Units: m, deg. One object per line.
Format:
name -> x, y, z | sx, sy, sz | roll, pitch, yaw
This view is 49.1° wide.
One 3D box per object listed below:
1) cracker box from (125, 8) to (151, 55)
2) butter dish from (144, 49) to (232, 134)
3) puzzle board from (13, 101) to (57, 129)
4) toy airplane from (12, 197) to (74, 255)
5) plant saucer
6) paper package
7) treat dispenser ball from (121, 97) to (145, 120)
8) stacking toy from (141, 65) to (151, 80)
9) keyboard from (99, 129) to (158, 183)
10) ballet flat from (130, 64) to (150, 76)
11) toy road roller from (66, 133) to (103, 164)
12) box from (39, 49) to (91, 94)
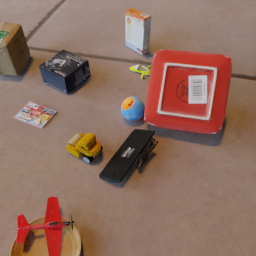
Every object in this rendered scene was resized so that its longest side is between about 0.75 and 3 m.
cracker box -> 0.498, -4.926, 14.324 | 0.568, 1.968, 1.318 | -35, 57, -28
butter dish -> 2.344, -1.360, 11.158 | 2.952, 2.188, 2.960 | 8, 91, 12
puzzle board -> -3.854, -0.579, 11.649 | 1.442, 0.125, 1.087 | 19, 51, 17
toy airplane -> -2.443, 2.800, 8.044 | 1.778, 0.327, 1.778 | 3, 58, -5
plant saucer -> -2.267, 3.436, 7.862 | 1.939, 0.343, 1.939 | -1, 48, 1
paper package -> -5.631, -3.745, 13.338 | 1.003, 1.848, 1.939 | 5, 50, 5
treat dispenser ball -> 0.201, -0.785, 11.285 | 0.963, 0.963, 0.963 | 0, 48, 0
stacking toy -> 1.218, -2.617, 13.391 | 0.883, 0.275, 1.171 | 18, 50, 15
keyboard -> 0.176, 1.058, 10.087 | 1.356, 0.516, 2.606 | 7, 45, 38
ballet flat -> 0.606, -2.855, 13.528 | 1.142, 0.383, 0.382 | 24, 52, 20
toy road roller -> -1.570, 0.553, 10.055 | 1.314, 0.960, 0.808 | 26, 53, 21
box -> -2.880, -2.630, 12.939 | 1.618, 0.966, 1.645 | 27, 55, 23
